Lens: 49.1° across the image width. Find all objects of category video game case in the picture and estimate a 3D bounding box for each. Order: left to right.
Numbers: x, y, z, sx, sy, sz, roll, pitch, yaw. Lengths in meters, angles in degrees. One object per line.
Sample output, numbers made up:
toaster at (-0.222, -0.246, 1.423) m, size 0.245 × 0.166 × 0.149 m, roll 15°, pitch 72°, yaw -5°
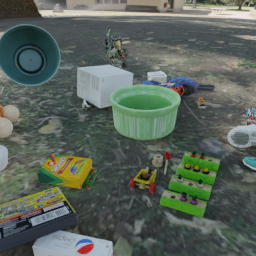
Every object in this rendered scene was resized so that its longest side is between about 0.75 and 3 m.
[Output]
video game case at (-2.553, 2.146, 6.651) m, size 2.291 × 0.292 × 2.070 m, roll -15°, pitch 12°, yaw -23°

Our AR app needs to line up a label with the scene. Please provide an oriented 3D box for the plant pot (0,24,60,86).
plant pot at (-3.997, -2.828, 11.412) m, size 2.317 × 2.317 × 1.553 m, roll -9°, pitch 7°, yaw -17°

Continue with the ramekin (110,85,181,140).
ramekin at (0.679, -0.672, 11.437) m, size 2.796 × 1.366 × 2.796 m, roll 0°, pitch 28°, yaw 0°

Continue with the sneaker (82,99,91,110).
sneaker at (-2.038, -1.101, 13.316) m, size 0.368 × 0.395 × 0.996 m, roll 41°, pitch 6°, yaw -16°

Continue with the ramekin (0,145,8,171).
ramekin at (-4.472, 1.057, 9.112) m, size 1.133 × 0.527 × 1.133 m, roll 1°, pitch 28°, yaw 0°

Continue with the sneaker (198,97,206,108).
sneaker at (3.546, -1.201, 13.544) m, size 0.332 × 0.327 × 0.847 m, roll 1°, pitch 30°, yaw -3°

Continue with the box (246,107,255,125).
box at (6.073, -0.359, 11.900) m, size 1.937 × 0.386 × 1.326 m, roll 9°, pitch 30°, yaw 17°

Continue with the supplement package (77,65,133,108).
supplement package at (-1.156, -2.131, 13.877) m, size 1.963 × 1.510 × 2.053 m, roll -15°, pitch 31°, yaw -36°

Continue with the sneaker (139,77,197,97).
sneaker at (1.985, -1.786, 14.063) m, size 2.975 × 1.121 × 1.167 m, roll -6°, pitch 35°, yaw 7°

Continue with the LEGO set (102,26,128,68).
LEGO set at (-0.628, -3.304, 12.067) m, size 0.754 × 1.727 × 2.660 m, roll -17°, pitch -2°, yaw 12°

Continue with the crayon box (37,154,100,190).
crayon box at (-1.812, 1.336, 8.714) m, size 1.650 × 0.419 × 1.047 m, roll 6°, pitch 29°, yaw 10°

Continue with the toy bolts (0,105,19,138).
toy bolts at (-5.174, -0.502, 10.119) m, size 1.865 × 2.568 × 2.689 m, roll -18°, pitch 39°, yaw -7°

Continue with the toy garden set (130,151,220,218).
toy garden set at (1.506, 1.320, 8.609) m, size 2.222 × 0.532 × 2.666 m, roll 12°, pitch 31°, yaw 22°

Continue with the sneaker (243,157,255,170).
sneaker at (4.549, 1.031, 9.043) m, size 1.611 × 0.642 × 0.624 m, roll 2°, pitch 28°, yaw 5°

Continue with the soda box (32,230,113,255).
soda box at (-1.178, 2.689, 6.077) m, size 1.637 × 0.521 × 0.557 m, roll 6°, pitch 29°, yaw 13°

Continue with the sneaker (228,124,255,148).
sneaker at (4.928, 0.271, 10.252) m, size 2.310 × 0.900 × 1.148 m, roll 14°, pitch 28°, yaw 22°

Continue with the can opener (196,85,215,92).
can opener at (3.955, -2.118, 15.301) m, size 1.530 × 0.403 × 0.509 m, roll -1°, pitch 63°, yaw 1°

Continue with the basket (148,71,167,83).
basket at (1.646, -2.758, 16.011) m, size 0.911 × 0.733 × 0.903 m, roll -7°, pitch 29°, yaw -14°
